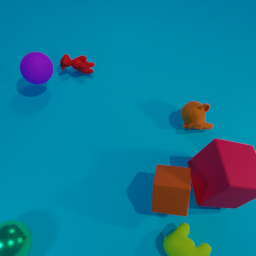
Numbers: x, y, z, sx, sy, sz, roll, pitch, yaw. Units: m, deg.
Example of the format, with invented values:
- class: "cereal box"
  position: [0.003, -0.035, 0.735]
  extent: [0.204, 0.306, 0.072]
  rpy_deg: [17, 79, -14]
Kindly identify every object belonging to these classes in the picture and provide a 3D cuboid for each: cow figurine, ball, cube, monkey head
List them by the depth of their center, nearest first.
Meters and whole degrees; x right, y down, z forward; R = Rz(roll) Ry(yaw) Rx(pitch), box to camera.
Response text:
- class: "cow figurine"
  position: [1.247, 3.118, 6.385]
  extent: [1.435, 0.800, 1.458]
  rpy_deg: [-38, 57, -17]
- class: "ball"
  position: [-2.728, 2.646, 6.480]
  extent: [0.989, 0.989, 0.989]
  rpy_deg: [0, 61, 0]
- class: "cube"
  position: [1.042, 1.481, 6.740]
  extent: [0.836, 0.836, 0.836]
  rpy_deg: [5, 26, 10]
- class: "cube"
  position: [2.362, 1.138, 6.779]
  extent: [1.209, 1.209, 1.209]
  rpy_deg: [11, 51, -22]
- class: "monkey head"
  position: [2.045, -0.359, 8.185]
  extent: [0.973, 1.352, 0.815]
  rpy_deg: [8, 87, -16]
- class: "ball"
  position: [-2.730, -1.789, 8.391]
  extent: [0.961, 0.961, 0.961]
  rpy_deg: [0, 61, 0]
- class: "cow figurine"
  position: [-1.727, -2.103, 9.297]
  extent: [0.965, 0.981, 0.539]
  rpy_deg: [0, 75, 31]
